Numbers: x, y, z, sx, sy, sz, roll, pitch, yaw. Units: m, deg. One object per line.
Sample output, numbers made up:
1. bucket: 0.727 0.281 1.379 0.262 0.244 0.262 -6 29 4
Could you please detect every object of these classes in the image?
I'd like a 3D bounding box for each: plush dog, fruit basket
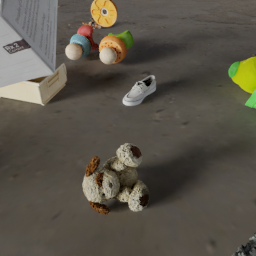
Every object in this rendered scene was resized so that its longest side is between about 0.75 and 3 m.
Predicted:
1. plush dog: -0.350 1.039 5.590 1.172 1.365 1.095 -12 4 -31
2. fruit basket: 4.491 -1.682 8.691 2.716 1.959 2.716 7 49 -9

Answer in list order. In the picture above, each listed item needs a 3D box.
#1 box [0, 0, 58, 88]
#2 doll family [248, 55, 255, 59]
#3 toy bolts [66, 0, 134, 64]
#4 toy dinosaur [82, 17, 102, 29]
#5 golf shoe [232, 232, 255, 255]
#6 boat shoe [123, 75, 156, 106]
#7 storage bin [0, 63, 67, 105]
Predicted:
1. box: -2.989 -2.270 5.791 2.573 1.690 2.587 -12 63 14
2. doll family: 5.151 -2.685 11.048 1.126 0.442 0.651 12 43 20
3. toy bolts: -1.382 -3.577 11.010 2.474 2.363 1.716 -2 39 29
4. toy dinosaur: -1.884 -5.551 14.874 1.097 0.560 0.745 24 55 -3
5. golf shoe: 1.836 2.435 3.787 1.310 1.078 2.773 36 56 25
6. boat shoe: 0.403 -1.237 8.998 0.574 0.524 1.596 28 45 32
7. storage bin: -3.160 -1.619 9.282 1.720 0.806 1.708 10 38 14
